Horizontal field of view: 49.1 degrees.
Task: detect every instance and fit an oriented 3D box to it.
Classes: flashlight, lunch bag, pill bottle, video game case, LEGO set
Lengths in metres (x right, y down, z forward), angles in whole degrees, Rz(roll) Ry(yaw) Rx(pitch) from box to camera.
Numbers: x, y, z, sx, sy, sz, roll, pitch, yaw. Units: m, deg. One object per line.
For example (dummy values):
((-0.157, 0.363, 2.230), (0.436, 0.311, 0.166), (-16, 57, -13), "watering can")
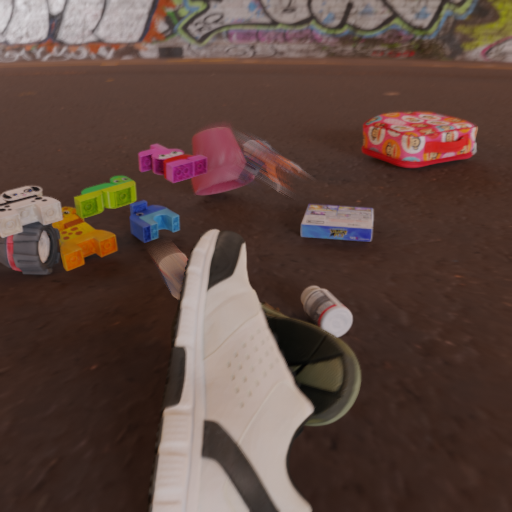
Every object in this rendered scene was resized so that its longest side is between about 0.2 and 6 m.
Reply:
((-4.537, -0.169, 8.896), (2.651, 0.897, 0.901), (2, 38, 4), "flashlight")
((4.554, -3.167, 15.207), (2.792, 1.144, 2.459), (-13, 27, -27), "lunch bag")
((0.902, 0.710, 7.448), (0.444, 0.444, 0.803), (-8, 25, -18), "pill bottle")
((1.557, -0.639, 10.629), (1.290, 0.293, 1.169), (5, 25, 11), "video game case")
((-1.005, 0.329, 7.478), (0.379, 0.675, 0.379), (-14, 29, 8), "pill bottle")
((-2.803, -0.864, 9.789), (3.754, 1.432, 1.541), (-24, 40, -37), "LEGO set")

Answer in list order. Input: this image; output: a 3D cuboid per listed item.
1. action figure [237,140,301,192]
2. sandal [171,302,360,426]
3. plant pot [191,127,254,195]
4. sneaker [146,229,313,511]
((0.119, -1.378, 8.384), (0.898, 0.869, 0.470), (-34, 19, 46), "action figure")
((-0.007, 1.024, 6.275), (0.854, 1.188, 2.993), (28, -1, -44), "sandal")
((-0.825, -2.071, 12.149), (1.341, 1.201, 1.341), (-14, -3, -1), "plant pot")
((-0.196, 1.116, 5.168), (1.313, 1.210, 3.282), (6, 50, -6), "sneaker")
